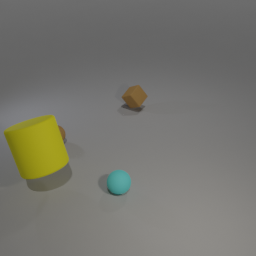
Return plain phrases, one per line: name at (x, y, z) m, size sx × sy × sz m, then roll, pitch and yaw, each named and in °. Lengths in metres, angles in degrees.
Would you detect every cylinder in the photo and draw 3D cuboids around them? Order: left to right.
cylinder at (-2.537, 0.503, 7.865) m, size 1.400 × 1.400 × 1.400 m, roll -14°, pitch 15°, yaw 4°

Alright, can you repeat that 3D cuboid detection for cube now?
cube at (0.293, -1.384, 12.391) m, size 0.700 × 0.700 × 0.700 m, roll -3°, pitch 45°, yaw 54°

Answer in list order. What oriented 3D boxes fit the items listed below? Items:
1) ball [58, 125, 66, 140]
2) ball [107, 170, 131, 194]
ball at (-2.620, 0.238, 10.140) m, size 0.700 × 0.700 × 0.700 m, roll 0°, pitch 31°, yaw 0°
ball at (-0.261, 1.557, 8.073) m, size 0.700 × 0.700 × 0.700 m, roll 0°, pitch 31°, yaw 0°
